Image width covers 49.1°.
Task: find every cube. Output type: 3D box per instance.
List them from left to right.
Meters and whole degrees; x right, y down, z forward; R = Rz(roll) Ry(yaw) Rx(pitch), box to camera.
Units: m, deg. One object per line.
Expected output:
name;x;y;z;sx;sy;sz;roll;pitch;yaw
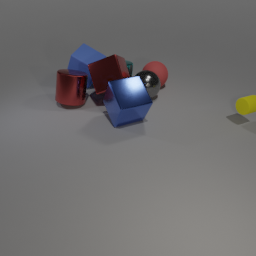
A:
cube;-2.200;-3.262;14.674;1.400;1.400;1.400;30;46;-2
cube;-0.790;-2.413;12.862;1.400;1.400;1.400;-16;3;17
cube;-0.050;-1.072;11.450;1.400;1.400;1.400;-15;66;-22

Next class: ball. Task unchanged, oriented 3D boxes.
ball;0.886;-2.097;13.584;1.400;1.400;1.400;0;32;0
ball;1.408;-2.802;14.739;1.400;1.400;1.400;0;32;0

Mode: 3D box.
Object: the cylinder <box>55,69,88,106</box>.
cylinder;-2.632;-1.902;13.030;1.400;1.400;1.400;8;20;-3

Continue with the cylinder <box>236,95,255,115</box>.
cylinder;4.851;-0.929;11.291;0.700;0.700;0.700;-14;34;-25

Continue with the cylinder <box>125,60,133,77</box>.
cylinder;-0.484;-2.705;14.376;1.400;1.400;1.400;5;23;-2
